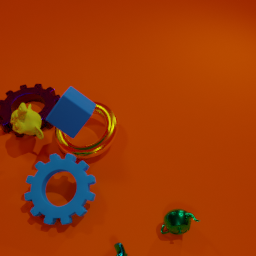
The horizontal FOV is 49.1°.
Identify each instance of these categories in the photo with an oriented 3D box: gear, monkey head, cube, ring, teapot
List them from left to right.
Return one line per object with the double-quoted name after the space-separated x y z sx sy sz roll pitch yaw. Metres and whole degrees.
-2.804 -0.280 7.907 0.791 0.945 1.313 -2 50 -42 "monkey head"
-3.220 -0.624 9.154 2.074 0.384 2.074 0 50 0 "gear"
-1.673 1.502 6.971 1.708 0.316 1.708 -1 72 4 "gear"
-1.459 -0.420 7.291 0.850 0.850 0.850 36 19 -12 "cube"
-1.244 0.018 8.368 1.940 0.388 1.940 -4 60 7 "ring"
-0.228 2.813 5.754 0.627 1.040 0.748 -14 76 -40 "monkey head"
1.200 2.214 6.525 1.064 0.661 0.521 -33 37 24 "teapot"
